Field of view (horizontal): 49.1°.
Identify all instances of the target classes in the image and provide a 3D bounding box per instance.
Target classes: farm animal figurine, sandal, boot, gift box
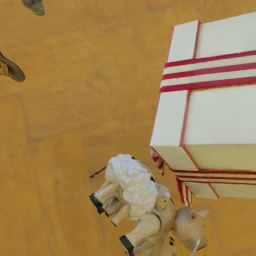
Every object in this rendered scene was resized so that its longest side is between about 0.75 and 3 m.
[{"bbox_3d":[0.385,1.191,3.522,1.061,2.035,2.013,-35,87,-16],"label":"farm animal figurine"},{"bbox_3d":[-2.480,-1.220,5.439,0.473,1.157,0.316,11,68,21],"label":"sandal"},{"bbox_3d":[-1.930,-2.854,5.664,0.822,0.904,0.328,38,56,21],"label":"boot"},{"bbox_3d":[1.630,-0.032,4.033,2.271,2.433,2.245,-1,55,29],"label":"gift box"}]
